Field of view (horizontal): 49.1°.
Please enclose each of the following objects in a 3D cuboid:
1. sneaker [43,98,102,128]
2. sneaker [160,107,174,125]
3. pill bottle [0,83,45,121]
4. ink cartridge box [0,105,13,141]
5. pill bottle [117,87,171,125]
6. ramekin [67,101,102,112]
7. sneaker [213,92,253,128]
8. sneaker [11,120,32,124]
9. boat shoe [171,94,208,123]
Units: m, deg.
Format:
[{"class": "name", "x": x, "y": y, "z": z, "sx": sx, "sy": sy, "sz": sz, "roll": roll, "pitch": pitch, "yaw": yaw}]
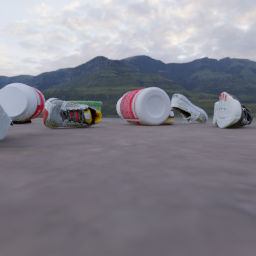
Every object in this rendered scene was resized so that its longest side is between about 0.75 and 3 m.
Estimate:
[{"class": "sneaker", "x": -1.553, "y": -0.416, "z": 8.027, "sx": 0.895, "sy": 0.848, "sz": 2.179, "roll": 2, "pitch": 4, "yaw": 28}, {"class": "sneaker", "x": 1.448, "y": -0.580, "z": 11.501, "sx": 0.716, "sy": 0.860, "sz": 1.910, "roll": -1, "pitch": 3, "yaw": -12}, {"class": "pill bottle", "x": -1.876, "y": -0.448, "z": 4.925, "sx": 0.641, "sy": 0.641, "sz": 1.142, "roll": 0, "pitch": 3, "yaw": -6}, {"class": "ink cartridge box", "x": -2.466, "y": -0.360, "z": 3.296, "sx": 1.956, "sy": 0.431, "sz": 1.992, "roll": 20, "pitch": -15, "yaw": -12}, {"class": "pill bottle", "x": 0.476, "y": -0.806, "z": 10.855, "sx": 1.357, "sy": 1.357, "sz": 2.417, "roll": -1, "pitch": 3, "yaw": -25}, {"class": "ramekin", "x": -2.491, "y": -0.844, "z": 14.975, "sx": 2.216, "sy": 1.082, "sz": 2.216, "roll": 0, "pitch": 2, "yaw": 0}, {"class": "sneaker", "x": 3.276, "y": -0.484, "z": 8.458, "sx": 1.094, "sy": 1.030, "sz": 2.672, "roll": 7, "pitch": 4, "yaw": 10}, {"class": "sneaker", "x": -5.018, "y": -0.792, "z": 12.585, "sx": 1.041, "sy": 1.203, "sz": 2.663, "roll": 0, "pitch": 3, "yaw": -33}, {"class": "boat shoe", "x": 2.827, "y": -0.603, "z": 13.025, "sx": 2.303, "sy": 0.982, "sz": 0.851, "roll": 33, "pitch": -23, "yaw": -33}]
